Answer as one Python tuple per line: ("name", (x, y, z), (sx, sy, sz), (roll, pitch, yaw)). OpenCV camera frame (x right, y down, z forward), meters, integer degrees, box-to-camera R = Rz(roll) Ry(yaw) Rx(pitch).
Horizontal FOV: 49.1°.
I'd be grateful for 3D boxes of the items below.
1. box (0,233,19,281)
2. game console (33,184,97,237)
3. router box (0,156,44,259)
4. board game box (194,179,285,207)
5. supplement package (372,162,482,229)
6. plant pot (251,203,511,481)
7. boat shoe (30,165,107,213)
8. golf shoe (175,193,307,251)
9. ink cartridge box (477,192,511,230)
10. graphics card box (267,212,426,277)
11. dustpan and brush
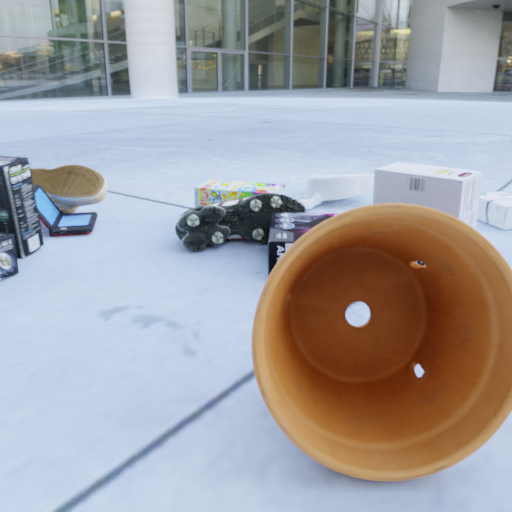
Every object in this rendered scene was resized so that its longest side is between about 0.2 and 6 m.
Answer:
("box", (-5.146, 0.042, 9.323), (1.721, 0.741, 1.410), (10, 22, 25))
("game console", (-4.166, -1.032, 12.121), (1.266, 0.872, 1.470), (-4, 20, -9))
("router box", (-5.343, -0.978, 10.584), (2.363, 1.770, 0.734), (5, 25, 13))
("board game box", (-0.342, -1.088, 12.195), (1.789, 0.921, 0.938), (6, 21, 15))
("supplement package", (3.395, -1.036, 11.282), (1.841, 1.434, 1.021), (16, 25, 38))
("plant pot", (1.148, 0.719, 5.597), (2.414, 2.414, 1.689), (0, 3, -1))
("boat shoe", (-4.560, -1.502, 13.249), (2.739, 0.948, 1.010), (7, 58, 24))
("golf shoe", (-0.315, -0.775, 11.277), (2.682, 1.035, 1.181), (-5, 14, -15))
("ink cartridge box", (5.524, -1.030, 12.576), (0.950, 0.548, 1.300), (-6, 21, -16))
("graphics card box", (1.692, -0.199, 10.006), (2.974, 0.756, 1.866), (0, 20, 4))
("dustpan and brush", (1.749, -1.600, 14.120), (1.978, 0.811, 2.834), (6, 12, 41))
